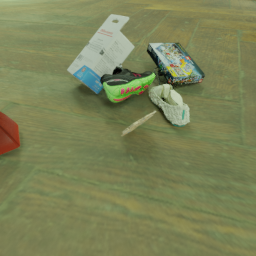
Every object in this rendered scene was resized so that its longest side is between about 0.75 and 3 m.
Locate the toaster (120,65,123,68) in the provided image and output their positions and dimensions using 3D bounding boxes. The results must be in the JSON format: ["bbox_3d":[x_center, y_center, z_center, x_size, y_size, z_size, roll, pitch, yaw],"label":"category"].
[{"bbox_3d":[-0.508,-2.268,11.423,0.497,0.565,0.874,17,28,16],"label":"toaster"}]

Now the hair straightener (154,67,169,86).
[{"bbox_3d":[1.677,-2.508,11.903,1.086,0.578,2.823,27,46,7],"label":"hair straightener"}]

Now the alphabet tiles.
[{"bbox_3d":[0.294,-0.138,8.077,0.082,1.099,1.124,54,36,5],"label":"alphabet tiles"}]

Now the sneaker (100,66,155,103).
[{"bbox_3d":[0.056,-1.740,9.864,1.141,1.045,2.724,51,34,9],"label":"sneaker"}]

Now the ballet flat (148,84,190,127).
[{"bbox_3d":[1.419,-1.006,9.499,0.908,0.908,2.530,-11,35,-15],"label":"ballet flat"}]

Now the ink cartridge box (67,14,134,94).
[{"bbox_3d":[-0.882,-2.813,10.519,2.783,0.928,1.612,-51,38,1],"label":"ink cartridge box"}]

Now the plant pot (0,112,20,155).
[{"bbox_3d":[-3.478,0.101,7.297,0.935,0.825,0.936,-23,46,-5],"label":"plant pot"}]

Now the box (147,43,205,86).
[{"bbox_3d":[1.912,-2.660,11.412,1.524,0.420,2.231,-9,52,-25],"label":"box"}]
